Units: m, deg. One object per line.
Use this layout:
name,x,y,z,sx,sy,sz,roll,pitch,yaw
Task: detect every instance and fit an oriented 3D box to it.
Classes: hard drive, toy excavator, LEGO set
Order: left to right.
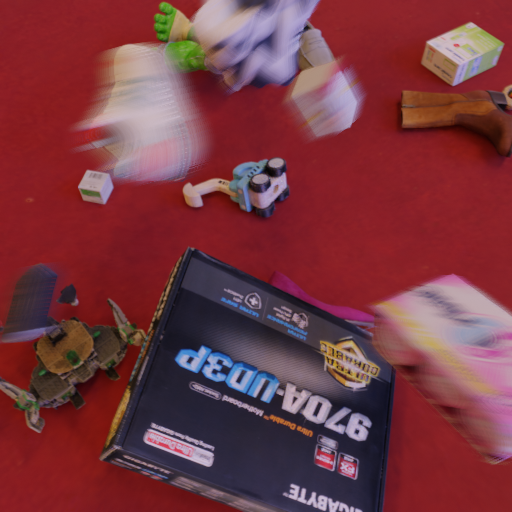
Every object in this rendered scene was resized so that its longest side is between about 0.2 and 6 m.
hard drive,-3.209,0.715,7.909,0.326,1.542,1.040,18,69,-30
LEGO set,-3.506,1.702,9.279,3.811,1.080,2.475,7,52,21
toy excavator,-0.398,-1.413,11.513,1.719,0.858,1.671,23,55,30

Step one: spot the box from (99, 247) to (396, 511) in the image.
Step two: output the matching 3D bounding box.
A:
box,0.142,1.984,7.986,3.803,0.875,3.023,27,54,-14

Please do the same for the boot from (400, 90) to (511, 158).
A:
boot,4.498,-3.053,12.596,2.386,0.817,2.247,2,55,3

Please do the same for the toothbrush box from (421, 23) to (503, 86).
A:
toothbrush box,5.188,-5.100,14.139,1.573,0.677,1.146,-28,59,-17

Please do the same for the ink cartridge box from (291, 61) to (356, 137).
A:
ink cartridge box,0.963,-2.168,7.794,0.562,0.773,0.559,-8,49,35

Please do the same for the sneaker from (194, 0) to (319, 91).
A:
sneaker,0.454,-4.087,9.892,1.222,1.993,3.062,41,80,22

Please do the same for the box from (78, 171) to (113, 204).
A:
box,-3.331,-1.427,11.650,0.503,0.433,0.506,11,57,7

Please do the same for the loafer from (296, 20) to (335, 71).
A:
loafer,1.352,-5.287,14.169,0.838,0.836,2.396,-22,57,-15

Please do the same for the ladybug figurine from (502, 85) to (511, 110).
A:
ladybug figurine,6.155,-3.776,13.412,0.582,0.309,0.858,28,59,19

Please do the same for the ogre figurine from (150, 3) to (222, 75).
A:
ogre figurine,-0.560,-5.656,13.797,4.408,2.162,2.642,-27,39,-35

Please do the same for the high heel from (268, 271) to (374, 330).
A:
high heel,1.140,0.762,9.892,2.020,0.681,0.971,7,65,9

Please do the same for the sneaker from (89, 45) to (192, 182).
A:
sneaker,-1.791,-2.038,7.762,1.161,0.875,2.484,-10,62,-28

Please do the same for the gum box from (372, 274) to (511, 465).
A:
gum box,2.547,1.247,6.544,1.255,0.731,2.211,-19,38,-20
